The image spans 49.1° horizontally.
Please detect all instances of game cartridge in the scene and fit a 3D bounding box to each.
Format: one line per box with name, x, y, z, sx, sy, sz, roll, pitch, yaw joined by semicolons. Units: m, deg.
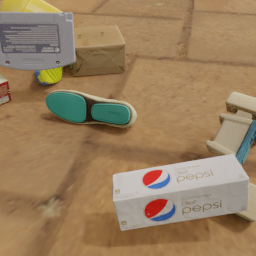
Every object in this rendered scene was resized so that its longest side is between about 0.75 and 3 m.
game cartridge;-2.557;-2.293;7.459;2.241;1.492;0.458;-1;19;-6

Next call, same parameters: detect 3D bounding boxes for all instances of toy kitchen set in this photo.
toy kitchen set;2.412;0.651;5.813;1.331;1.809;2.259;25;80;29

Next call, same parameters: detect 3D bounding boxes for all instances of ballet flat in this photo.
ballet flat;-0.925;-0.495;7.338;2.482;0.862;0.862;14;39;15

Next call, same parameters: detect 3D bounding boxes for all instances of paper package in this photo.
paper package;-1.139;-2.806;10.005;1.961;1.064;2.057;-7;39;-9

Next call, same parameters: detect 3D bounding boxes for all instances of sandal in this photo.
sandal;-2.688;-2.053;9.334;0.931;0.850;2.138;-12;33;12

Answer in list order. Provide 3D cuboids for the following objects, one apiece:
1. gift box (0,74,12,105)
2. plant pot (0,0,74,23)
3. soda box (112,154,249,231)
gift box;-3.952;-1.083;7.935;0.897;0.960;0.886;40;48;21
plant pot;-3.296;-3.739;10.487;2.136;2.270;2.270;18;38;-2
soda box;0.783;1.002;4.401;1.997;0.680;0.636;-10;30;2
